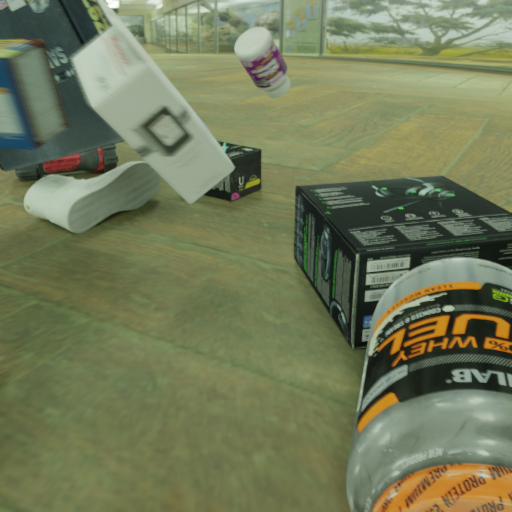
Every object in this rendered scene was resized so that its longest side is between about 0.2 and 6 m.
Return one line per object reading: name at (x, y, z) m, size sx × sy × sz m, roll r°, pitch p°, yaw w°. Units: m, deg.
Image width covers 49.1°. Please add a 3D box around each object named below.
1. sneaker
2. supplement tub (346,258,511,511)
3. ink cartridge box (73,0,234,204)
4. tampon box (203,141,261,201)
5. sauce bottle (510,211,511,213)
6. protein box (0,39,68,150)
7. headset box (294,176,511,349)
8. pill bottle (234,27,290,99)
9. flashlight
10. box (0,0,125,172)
sneaker at (-3.321, -1.410, 11.370) m, size 1.589 × 1.013 × 2.750 m, roll 17°, pitch 31°, yaw 27°
supplement tub at (1.686, 1.332, 4.442) m, size 1.777 × 1.777 × 2.901 m, roll 6°, pitch 25°, yaw 13°
ink cartridge box at (-0.914, -1.249, 4.556) m, size 0.524 × 1.572 × 0.910 m, roll -37°, pitch 47°, yaw 6°
tampon box at (-0.794, -1.939, 12.570) m, size 1.517 × 0.958 × 1.137 m, roll 18°, pitch 30°, yaw 34°
sauce bottle at (5.127, -0.702, 10.207) m, size 0.720 × 0.720 × 2.226 m, roll 20°, pitch 29°, yaw 36°
protein box at (-2.783, -1.768, 6.125) m, size 0.988 × 0.995 × 0.671 m, roll 6°, pitch 35°, yaw 17°
headset box at (2.079, -0.137, 8.127) m, size 2.564 × 1.366 × 2.945 m, roll -6°, pitch 25°, yaw -11°
pill bottle at (0.093, -1.985, 5.844) m, size 0.395 × 0.703 × 0.395 m, roll -13°, pitch 58°, yaw 22°
flashlight at (-4.599, -2.310, 13.621) m, size 2.364 × 0.800 × 0.803 m, roll -10°, pitch 31°, yaw -24°
box at (-3.657, -3.044, 9.147) m, size 3.643 × 2.872 × 0.929 m, roll -3°, pitch 35°, yaw 35°
